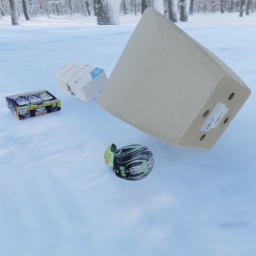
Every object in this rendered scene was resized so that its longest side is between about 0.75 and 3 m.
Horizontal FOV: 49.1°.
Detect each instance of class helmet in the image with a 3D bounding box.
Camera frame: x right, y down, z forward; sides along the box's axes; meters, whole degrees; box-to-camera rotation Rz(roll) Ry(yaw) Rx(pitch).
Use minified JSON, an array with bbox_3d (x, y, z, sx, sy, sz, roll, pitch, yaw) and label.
[{"bbox_3d":[0.138,0.680,5.545,0.740,0.776,0.776,-6,22,19],"label":"helmet"}]

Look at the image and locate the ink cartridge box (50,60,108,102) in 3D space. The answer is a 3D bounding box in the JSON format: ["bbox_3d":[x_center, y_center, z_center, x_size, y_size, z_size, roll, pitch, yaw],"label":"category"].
[{"bbox_3d":[-1.989,-1.942,11.278,2.170,0.736,1.249,24,59,38],"label":"ink cartridge box"}]

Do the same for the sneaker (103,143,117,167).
[{"bbox_3d":[-0.329,0.721,6.949,0.469,0.429,1.119,27,14,-15],"label":"sneaker"}]

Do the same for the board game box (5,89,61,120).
[{"bbox_3d":[-3.417,-0.877,10.108,1.552,0.440,1.283,-18,35,-34],"label":"board game box"}]

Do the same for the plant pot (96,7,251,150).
[{"bbox_3d":[1.382,-0.906,7.237,2.761,2.758,2.444,10,27,-50],"label":"plant pot"}]
